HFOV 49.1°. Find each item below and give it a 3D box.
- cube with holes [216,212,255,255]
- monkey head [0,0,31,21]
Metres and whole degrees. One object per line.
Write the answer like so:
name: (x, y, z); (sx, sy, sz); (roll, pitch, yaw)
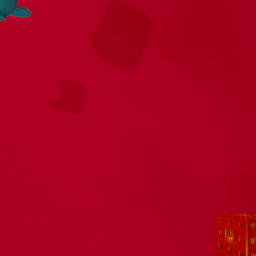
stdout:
cube with holes: (2.130, 1.947, 5.069); (0.713, 0.713, 0.713); (7, 81, -24)
monkey head: (-2.413, -2.205, 4.795); (1.343, 0.966, 0.809); (38, 49, -29)
